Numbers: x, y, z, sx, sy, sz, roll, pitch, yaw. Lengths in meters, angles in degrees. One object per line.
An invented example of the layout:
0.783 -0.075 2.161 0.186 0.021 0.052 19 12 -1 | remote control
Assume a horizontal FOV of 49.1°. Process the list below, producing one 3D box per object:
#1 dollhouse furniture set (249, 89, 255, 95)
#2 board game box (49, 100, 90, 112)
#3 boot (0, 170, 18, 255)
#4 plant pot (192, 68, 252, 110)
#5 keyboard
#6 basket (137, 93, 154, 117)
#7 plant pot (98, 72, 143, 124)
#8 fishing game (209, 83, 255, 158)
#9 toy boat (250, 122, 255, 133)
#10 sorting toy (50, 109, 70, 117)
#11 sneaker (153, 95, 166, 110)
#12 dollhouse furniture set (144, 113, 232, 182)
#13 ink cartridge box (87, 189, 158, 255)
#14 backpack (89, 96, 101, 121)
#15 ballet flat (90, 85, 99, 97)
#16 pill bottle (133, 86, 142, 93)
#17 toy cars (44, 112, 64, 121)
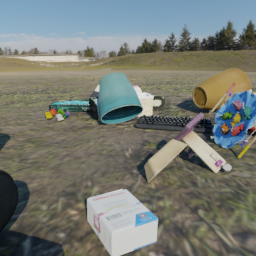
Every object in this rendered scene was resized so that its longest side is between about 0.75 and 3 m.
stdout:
5.105 -1.005 12.268 1.742 1.237 1.381 -6 16 -22 | dollhouse furniture set
-2.548 -1.176 14.612 2.620 0.369 1.772 1 15 5 | board game box
-1.602 1.499 3.030 2.392 1.087 2.847 3 22 24 | boot
4.307 -1.671 13.411 2.243 2.091 2.091 -15 20 -25 | plant pot
1.863 -0.247 11.170 2.886 0.370 1.733 5 16 15 | keyboard
0.452 -1.105 13.143 1.224 0.984 1.213 -3 15 -13 | basket
-0.438 -1.230 11.081 1.709 1.606 1.709 -15 -17 -5 | plant pot
3.167 -0.305 8.566 0.415 1.911 2.669 23 30 -17 | fishing game
4.908 -0.384 10.551 1.792 1.170 1.171 -13 -3 -41 | toy boat
-3.175 -0.598 12.696 1.117 0.387 0.385 5 39 26 | sorting toy
0.658 -1.271 14.371 2.387 0.918 1.058 4 4 -11 | sneaker
1.381 1.026 6.796 2.050 1.624 1.455 -37 76 -30 | dollhouse furniture set
-0.130 1.464 4.503 0.772 0.452 1.068 -8 18 -26 | ink cartridge box
-1.213 -0.837 12.184 0.849 0.974 1.108 -8 21 -15 | backpack
-1.515 -2.351 17.791 1.075 1.075 2.943 7 17 26 | ballet flat
0.526 -2.352 18.329 0.727 0.727 1.296 -1 15 -2 | pill bottle
-3.212 -0.453 12.163 1.139 0.252 0.511 11 28 23 | toy cars
